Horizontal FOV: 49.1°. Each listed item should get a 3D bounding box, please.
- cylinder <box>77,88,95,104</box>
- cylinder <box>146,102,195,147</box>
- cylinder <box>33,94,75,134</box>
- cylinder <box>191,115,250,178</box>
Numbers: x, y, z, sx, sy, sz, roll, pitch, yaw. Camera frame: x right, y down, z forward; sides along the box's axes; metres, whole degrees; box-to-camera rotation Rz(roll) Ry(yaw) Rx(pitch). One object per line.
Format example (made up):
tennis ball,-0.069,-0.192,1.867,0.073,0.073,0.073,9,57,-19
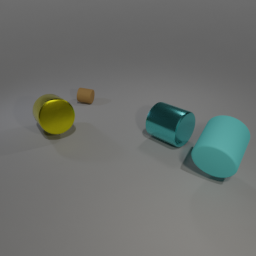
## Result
cylinder,-2.093,-1.607,13.878,0.700,0.700,0.700,10,32,9
cylinder,1.634,-0.154,10.792,1.400,1.400,1.400,25,39,37
cylinder,-2.997,-0.587,11.244,1.400,1.400,1.400,-15,21,-24
cylinder,2.876,0.565,8.672,1.400,1.400,1.400,18,51,27
